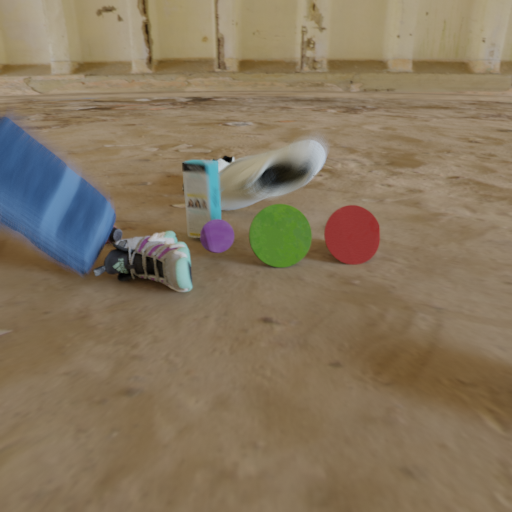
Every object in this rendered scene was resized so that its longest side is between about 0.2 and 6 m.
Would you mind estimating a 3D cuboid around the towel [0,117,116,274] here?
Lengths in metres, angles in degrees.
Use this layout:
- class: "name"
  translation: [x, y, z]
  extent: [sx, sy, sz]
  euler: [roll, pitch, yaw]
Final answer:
- class: "towel"
  translation: [-3.479, -0.948, 9.216]
  extent: [0.628, 2.587, 1.444]
  euler: [-2, 56, 40]

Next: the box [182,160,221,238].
- class: "box"
  translation: [-1.099, -1.154, 11.490]
  extent: [0.650, 1.579, 0.388]
  euler: [8, 20, 30]

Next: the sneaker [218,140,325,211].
- class: "sneaker"
  translation: [0.051, -1.781, 12.782]
  extent: [3.110, 1.136, 1.101]
  euler: [-22, 15, 29]

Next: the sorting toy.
- class: "sorting toy"
  translation: [0.600, -0.354, 10.844]
  extent: [3.381, 1.172, 1.165]
  euler: [-1, -2, -8]

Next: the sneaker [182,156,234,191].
- class: "sneaker"
  translation: [-1.320, -2.285, 15.725]
  extent: [0.798, 0.866, 2.164]
  euler: [14, 26, 29]

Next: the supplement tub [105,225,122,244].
- class: "supplement tub"
  translation: [-3.155, -0.484, 11.621]
  extent: [0.760, 0.406, 0.406]
  euler: [10, 23, 26]

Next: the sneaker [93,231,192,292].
- class: "sneaker"
  translation: [-1.956, 0.175, 9.452]
  extent: [1.527, 0.849, 2.183]
  euler: [-8, 13, -17]
